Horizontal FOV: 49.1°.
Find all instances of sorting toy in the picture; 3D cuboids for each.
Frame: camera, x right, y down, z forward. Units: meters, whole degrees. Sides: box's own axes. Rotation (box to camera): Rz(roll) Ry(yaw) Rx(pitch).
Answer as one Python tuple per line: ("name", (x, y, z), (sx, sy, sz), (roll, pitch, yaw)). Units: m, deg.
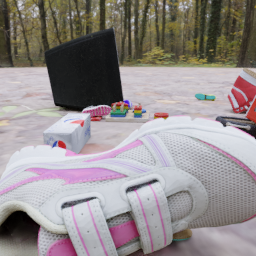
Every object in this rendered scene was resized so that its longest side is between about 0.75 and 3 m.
("sorting toy", (-0.071, -0.568, 9.230), (2.776, 0.469, 1.338), (1, 15, 6))

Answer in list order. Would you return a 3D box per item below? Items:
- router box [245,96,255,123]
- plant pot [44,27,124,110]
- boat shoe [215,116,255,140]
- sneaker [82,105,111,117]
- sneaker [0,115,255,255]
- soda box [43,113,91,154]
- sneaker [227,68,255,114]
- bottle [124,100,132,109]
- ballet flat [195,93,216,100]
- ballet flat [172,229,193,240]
("router box", (4.060, -0.098, 5.493), (2.695, 0.658, 2.418), (-13, 41, -41))
("plant pot", (-1.646, -2.121, 10.943), (2.588, 2.911, 2.918), (-9, 15, -4))
("boat shoe", (3.114, 0.080, 6.192), (2.507, 0.756, 0.926), (1, 15, 2))
("sneaker", (-1.034, -0.571, 9.050), (0.964, 0.355, 0.422), (-11, 22, -15))
("sneaker", (-0.148, 0.790, 2.614), (2.943, 1.197, 1.298), (-13, 25, 18))
("soda box", (-1.282, 0.142, 6.241), (0.578, 0.622, 1.823), (1, 14, 4))
("sneaker", (4.654, -0.770, 9.631), (0.923, 1.457, 2.591), (-12, 49, -46))
("bottle", (0.005, -0.883, 10.597), (0.256, 0.328, 0.784), (-7, -1, 10))
("ballet flat", (3.528, -1.384, 12.761), (0.957, 0.320, 0.321), (8, -5, 19))
("ballet flat", (0.370, 1.119, 3.227), (0.751, 0.272, 0.255), (2, 15, 6))
